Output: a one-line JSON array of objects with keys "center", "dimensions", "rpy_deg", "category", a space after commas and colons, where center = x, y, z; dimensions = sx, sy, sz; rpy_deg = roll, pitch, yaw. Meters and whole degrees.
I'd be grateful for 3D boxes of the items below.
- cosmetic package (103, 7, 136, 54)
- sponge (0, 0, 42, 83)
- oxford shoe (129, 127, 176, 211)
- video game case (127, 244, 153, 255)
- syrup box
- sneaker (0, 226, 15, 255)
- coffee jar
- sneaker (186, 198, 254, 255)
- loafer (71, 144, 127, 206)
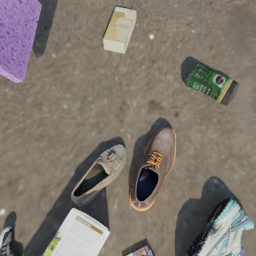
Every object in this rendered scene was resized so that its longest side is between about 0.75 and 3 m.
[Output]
[{"center": [-0.285, -3.591, 10.267], "dimensions": [0.840, 0.567, 1.597], "rpy_deg": [13, 68, 5], "category": "cosmetic package"}, {"center": [-3.062, -2.564, 7.267], "dimensions": [0.363, 1.358, 2.435], "rpy_deg": [1, 74, 29], "category": "sponge"}, {"center": [0.833, 1.065, 8.090], "dimensions": [0.952, 0.973, 2.669], "rpy_deg": [19, 68, 8], "category": "oxford shoe"}, {"center": [0.378, 3.686, 7.435], "dimensions": [0.789, 0.156, 0.870], "rpy_deg": [-25, 69, -10], "category": "video game case"}, {"center": [-1.599, 3.507, 7.006], "dimensions": [1.114, 1.077, 2.735], "rpy_deg": [27, 70, 11], "category": "syrup box"}, {"center": [-3.145, 3.304, 7.449], "dimensions": [0.701, 0.465, 1.232], "rpy_deg": [13, 74, 5], "category": "sneaker"}, {"center": [2.793, -1.450, 9.292], "dimensions": [1.636, 0.698, 0.853], "rpy_deg": [31, 64, 13], "category": "coffee jar"}, {"center": [2.379, 3.116, 7.241], "dimensions": [1.117, 1.005, 2.589], "rpy_deg": [38, 72, 11], "category": "sneaker"}, {"center": [-0.794, 1.313, 8.140], "dimensions": [0.789, 0.690, 2.195], "rpy_deg": [37, 72, 14], "category": "loafer"}]
